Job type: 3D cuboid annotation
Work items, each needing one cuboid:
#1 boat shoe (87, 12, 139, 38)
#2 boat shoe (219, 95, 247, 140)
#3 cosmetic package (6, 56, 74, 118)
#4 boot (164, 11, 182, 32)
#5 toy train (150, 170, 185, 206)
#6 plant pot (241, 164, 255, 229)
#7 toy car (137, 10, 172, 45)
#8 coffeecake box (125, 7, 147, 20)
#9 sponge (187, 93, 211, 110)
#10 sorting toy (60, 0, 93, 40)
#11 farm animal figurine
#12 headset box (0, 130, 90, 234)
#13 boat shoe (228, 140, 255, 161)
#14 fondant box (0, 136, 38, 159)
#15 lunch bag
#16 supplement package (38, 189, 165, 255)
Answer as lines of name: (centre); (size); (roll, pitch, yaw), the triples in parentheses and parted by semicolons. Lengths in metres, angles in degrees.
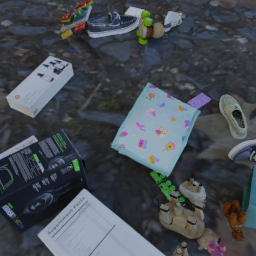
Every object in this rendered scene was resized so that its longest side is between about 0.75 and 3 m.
boat shoe: (-0.670, -4.900, 12.896); (2.501, 0.848, 0.897); (-15, 54, -10)
boat shoe: (3.710, -0.508, 9.689); (0.691, 0.596, 1.921); (-5, 53, -4)
cosmetic package: (-3.229, -1.624, 10.518); (1.058, 0.649, 2.563); (21, 56, 16)
boot: (2.153, -5.024, 13.170); (0.728, 0.560, 1.523); (9, 52, 14)
toy train: (1.130, 1.754, 8.172); (0.388, 0.287, 1.375); (-32, 59, -11)
plant pot: (3.996, 1.985, 7.221); (1.785, 1.261, 1.261); (13, 53, 19)
toy car: (1.204, -4.408, 12.426); (1.389, 1.141, 1.096); (0, 52, -13)
coffeecake box: (0.391, -5.538, 13.715); (0.905, 0.331, 0.695); (19, 55, 14)
sponge: (2.631, -0.983, 10.357); (0.796, 0.119, 0.444); (-32, 59, -22)
sorting toy: (-2.491, -5.155, 12.910); (1.395, 0.489, 2.894); (-15, 44, 21)
farm animal figurine: (1.619, 2.620, 6.952); (2.398, 1.250, 2.372); (-30, 42, -26)
headset box: (-2.206, 1.391, 7.346); (2.319, 2.019, 1.076); (-28, 56, -21)
boat shoe: (3.983, 0.796, 8.665); (1.637, 0.611, 0.759); (-17, 47, -14)
fondant box: (-3.195, 1.032, 8.207); (1.493, 1.077, 0.435); (-35, 60, -24)
lunch bag: (0.806, 0.134, 8.425); (1.959, 1.403, 2.300); (28, 62, 5)
supplement package: (-0.499, 2.974, 6.462); (2.679, 1.467, 1.524); (34, 60, 23)
